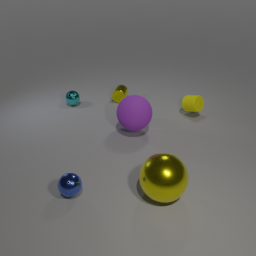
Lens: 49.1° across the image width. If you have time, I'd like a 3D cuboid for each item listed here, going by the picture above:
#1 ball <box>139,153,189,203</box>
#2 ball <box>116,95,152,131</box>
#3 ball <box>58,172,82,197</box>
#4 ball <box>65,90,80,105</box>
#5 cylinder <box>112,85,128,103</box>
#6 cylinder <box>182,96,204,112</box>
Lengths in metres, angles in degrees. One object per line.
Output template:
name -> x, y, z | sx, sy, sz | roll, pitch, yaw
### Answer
ball -> 1.018, 1.406, 7.982 | 1.400, 1.400, 1.400 | 0, 31, 0
ball -> 0.252, -0.591, 10.915 | 1.400, 1.400, 1.400 | 0, 31, 0
ball -> -1.694, 1.653, 8.178 | 0.700, 0.700, 0.700 | 0, 31, 0
ball -> -2.643, -1.441, 13.380 | 0.700, 0.700, 0.700 | 0, 31, 0
cylinder -> -0.383, -1.690, 13.880 | 0.700, 0.700, 0.700 | 6, 32, 10
cylinder -> 2.866, -1.082, 12.377 | 0.700, 0.700, 0.700 | -23, 19, -34
